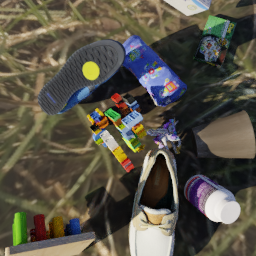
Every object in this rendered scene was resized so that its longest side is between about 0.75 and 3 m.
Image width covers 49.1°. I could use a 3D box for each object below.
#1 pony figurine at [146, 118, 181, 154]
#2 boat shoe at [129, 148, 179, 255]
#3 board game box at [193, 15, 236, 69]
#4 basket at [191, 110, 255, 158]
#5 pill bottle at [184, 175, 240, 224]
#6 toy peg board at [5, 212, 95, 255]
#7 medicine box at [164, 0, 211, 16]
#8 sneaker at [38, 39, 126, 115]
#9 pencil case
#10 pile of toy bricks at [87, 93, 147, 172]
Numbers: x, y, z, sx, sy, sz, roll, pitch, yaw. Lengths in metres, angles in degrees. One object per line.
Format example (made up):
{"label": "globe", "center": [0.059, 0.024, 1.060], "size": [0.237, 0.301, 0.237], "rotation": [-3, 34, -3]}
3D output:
{"label": "pony figurine", "center": [0.919, 0.243, 7.087], "size": [0.901, 0.777, 0.933], "rotation": [-8, 89, -13]}
{"label": "boat shoe", "center": [0.546, 1.876, 6.131], "size": [1.090, 0.998, 2.918], "rotation": [2, 77, 6]}
{"label": "board game box", "center": [2.635, -2.634, 8.477], "size": [0.881, 0.197, 1.681], "rotation": [20, 70, 10]}
{"label": "basket", "center": [2.240, 0.250, 6.761], "size": [1.294, 0.880, 1.167], "rotation": [-9, 87, 5]}
{"label": "pill bottle", "center": [1.845, 1.572, 6.203], "size": [0.722, 1.284, 0.722], "rotation": [-4, 103, -18]}
{"label": "toy peg board", "center": [-1.651, 2.177, 5.667], "size": [1.550, 1.557, 0.761], "rotation": [-1, 58, -25]}
{"label": "medicine box", "center": [1.550, -4.105, 7.347], "size": [1.480, 0.837, 1.625], "rotation": [17, 87, -33]}
{"label": "sneaker", "center": [-1.060, -1.272, 6.861], "size": [2.728, 1.070, 0.899], "rotation": [-32, 95, 30]}
{"label": "pencil case", "center": [0.614, -1.520, 7.688], "size": [0.944, 0.848, 2.174], "rotation": [-42, 74, 10]}
{"label": "pile of toy bricks", "center": [-0.069, 0.120, 6.679], "size": [1.360, 2.451, 1.210], "rotation": [-37, 115, -6]}
